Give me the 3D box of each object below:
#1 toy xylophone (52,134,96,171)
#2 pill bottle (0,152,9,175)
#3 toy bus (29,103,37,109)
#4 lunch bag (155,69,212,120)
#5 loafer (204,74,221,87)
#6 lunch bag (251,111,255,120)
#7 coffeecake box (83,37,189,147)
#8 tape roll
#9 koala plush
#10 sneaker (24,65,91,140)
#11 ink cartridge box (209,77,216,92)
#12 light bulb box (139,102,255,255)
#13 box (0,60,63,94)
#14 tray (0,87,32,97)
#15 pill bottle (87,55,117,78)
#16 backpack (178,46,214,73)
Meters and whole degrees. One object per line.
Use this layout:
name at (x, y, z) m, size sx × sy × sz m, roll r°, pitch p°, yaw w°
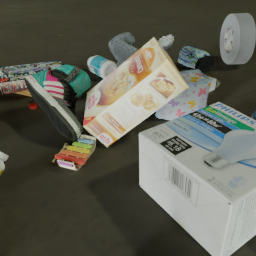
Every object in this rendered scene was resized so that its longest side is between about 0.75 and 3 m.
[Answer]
toy xylophone at (-1.468, 0.662, 7.591) m, size 1.007 × 0.345 × 1.375 m, roll 6°, pitch 32°, yaw 11°
pill bottle at (-3.178, 0.978, 6.298) m, size 0.585 × 0.585 × 1.041 m, roll 20°, pitch 72°, yaw 28°
toy bus at (-2.913, -1.282, 10.286) m, size 1.486 × 0.768 × 1.403 m, roll 6°, pitch 32°, yaw 10°
lunch bag at (1.740, -1.107, 9.362) m, size 1.701 × 1.443 × 1.082 m, roll -13°, pitch 37°, yaw -18°
loafer at (3.415, -1.997, 11.835) m, size 0.388 × 0.419 × 1.114 m, roll -14°, pitch 37°, yaw -42°
lunch bag at (4.546, 0.205, 7.412) m, size 2.621 × 1.081 × 2.107 m, roll -19°, pitch 44°, yaw -33°
coffeecake box at (0.095, -1.114, 8.320) m, size 2.868 × 1.048 × 2.202 m, roll -37°, pitch 28°, yaw 17°
tape roll at (5.238, -4.281, 13.539) m, size 0.780 × 2.361 × 2.361 m, roll -3°, pitch 32°, yaw -2°
koala plush at (0.819, -2.374, 10.852) m, size 2.445 × 2.359 × 2.660 m, roll 29°, pitch 40°, yaw 19°
sneaker at (-1.833, -0.996, 8.869) m, size 1.785 × 1.236 × 2.956 m, roll -32°, pitch 59°, yaw -22°
ink cartridge box at (2.898, -1.850, 11.455) m, size 0.832 × 0.482 × 1.127 m, roll -27°, pitch 39°, yaw -36°
light bulb box at (1.967, 0.880, 6.063) m, size 2.559 × 1.597 × 2.537 m, roll -21°, pitch 37°, yaw -28°
box at (-3.755, -2.085, 11.173) m, size 2.544 × 0.507 × 1.742 m, roll -13°, pitch 35°, yaw -20°
tray at (-4.340, -1.755, 11.441) m, size 1.877 × 0.348 × 0.926 m, roll 12°, pitch 34°, yaw 20°
pill bottle at (-1.211, -2.756, 12.553) m, size 0.829 × 0.829 × 1.496 m, roll -23°, pitch 40°, yaw -32°
backpack at (3.108, -3.271, 13.262) m, size 1.261 × 1.188 × 1.545 m, roll -20°, pitch 25°, yaw -34°
